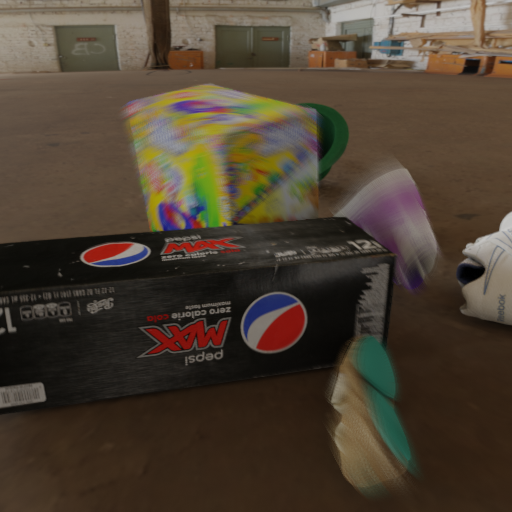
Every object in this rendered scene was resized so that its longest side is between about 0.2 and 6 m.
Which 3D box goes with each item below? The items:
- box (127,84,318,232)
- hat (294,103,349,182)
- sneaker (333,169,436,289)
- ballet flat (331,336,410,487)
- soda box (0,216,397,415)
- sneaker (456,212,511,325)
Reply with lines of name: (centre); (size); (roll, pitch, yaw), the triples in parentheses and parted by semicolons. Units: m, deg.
box: (-0.502, -1.110, 8.857); (1.649, 2.603, 2.703); (-23, 34, -30)
hat: (1.329, -2.062, 14.507); (3.254, 2.865, 2.696); (-40, 53, -11)
sneaker: (1.848, -0.077, 8.683); (0.985, 1.550, 2.719); (-21, -11, -13)
ballet flat: (1.039, 1.488, 5.621); (0.712, 0.659, 2.019); (44, 19, -7)
soda box: (-0.781, 0.561, 6.768); (4.598, 1.456, 1.627); (-5, 22, -13)
sneaker: (3.838, 0.013, 8.555); (1.423, 1.217, 3.266); (4, 22, 21)
